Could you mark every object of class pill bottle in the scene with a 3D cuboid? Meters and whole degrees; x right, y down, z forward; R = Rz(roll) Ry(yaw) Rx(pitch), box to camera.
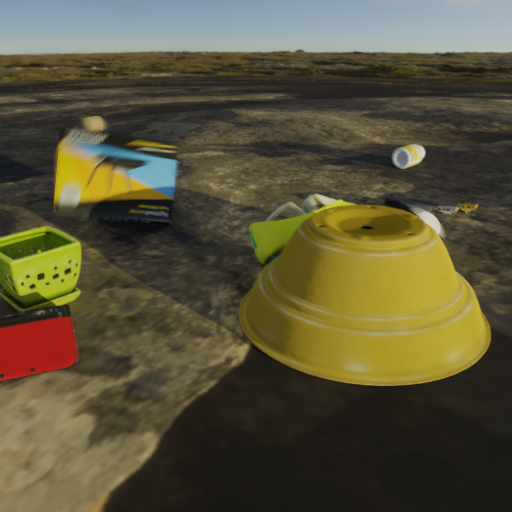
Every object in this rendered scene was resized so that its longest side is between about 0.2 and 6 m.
[{"bbox_3d":[2.991,-0.399,10.698,0.519,0.519,0.976,-16,-16,-34],"label":"pill bottle"},{"bbox_3d":[4.893,-3.201,17.876,0.669,0.669,1.194,18,28,37],"label":"pill bottle"}]

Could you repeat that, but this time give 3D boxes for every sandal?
[{"bbox_3d":[3.618,-1.089,13.312,0.696,0.392,1.830,4,12,-8],"label":"sandal"}]

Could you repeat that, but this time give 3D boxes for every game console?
[{"bbox_3d":[-3.352,1.256,7.882,1.521,0.903,1.311,-8,-7,-20],"label":"game console"}]

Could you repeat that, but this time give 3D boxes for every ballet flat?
[{"bbox_3d":[1.033,-0.666,10.693,2.896,0.968,0.971,-23,70,-36],"label":"ballet flat"}]

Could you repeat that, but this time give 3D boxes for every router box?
[{"bbox_3d":[-3.044,-1.697,12.276,2.470,1.843,0.631,4,-5,-12],"label":"router box"}]

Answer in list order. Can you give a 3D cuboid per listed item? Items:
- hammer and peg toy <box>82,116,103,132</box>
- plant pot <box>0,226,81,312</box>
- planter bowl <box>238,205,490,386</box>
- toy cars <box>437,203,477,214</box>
[{"bbox_3d":[-3.673,-2.373,13.784,0.755,2.141,1.575,-16,20,-22],"label":"hammer and peg toy"},{"bbox_3d":[-3.563,0.265,9.056,1.174,1.065,1.168,-21,31,-40],"label":"plant pot"},{"bbox_3d":[1.639,0.206,8.528,3.836,1.598,3.836,0,23,0],"label":"planter bowl"},{"bbox_3d":[4.843,-1.112,13.486,0.976,0.216,0.437,-8,19,-10],"label":"toy cars"}]
